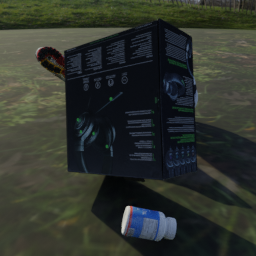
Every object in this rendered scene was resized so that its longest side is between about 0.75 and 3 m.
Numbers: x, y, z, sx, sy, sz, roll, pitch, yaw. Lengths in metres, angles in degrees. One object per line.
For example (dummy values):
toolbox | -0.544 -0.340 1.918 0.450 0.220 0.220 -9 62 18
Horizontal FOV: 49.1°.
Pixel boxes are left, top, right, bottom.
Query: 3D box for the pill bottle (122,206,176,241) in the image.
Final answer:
pill bottle | 0.315 1.455 4.224 0.763 0.428 0.428 12 23 -6

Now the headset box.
headset box | -0.004 -0.294 5.298 2.305 2.648 1.228 -4 -3 39

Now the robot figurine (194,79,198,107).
robot figurine | 1.094 -1.453 8.305 1.720 2.756 2.071 -8 39 26

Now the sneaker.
sneaker | -2.481 -2.371 11.131 2.619 1.020 1.076 38 -2 -37
